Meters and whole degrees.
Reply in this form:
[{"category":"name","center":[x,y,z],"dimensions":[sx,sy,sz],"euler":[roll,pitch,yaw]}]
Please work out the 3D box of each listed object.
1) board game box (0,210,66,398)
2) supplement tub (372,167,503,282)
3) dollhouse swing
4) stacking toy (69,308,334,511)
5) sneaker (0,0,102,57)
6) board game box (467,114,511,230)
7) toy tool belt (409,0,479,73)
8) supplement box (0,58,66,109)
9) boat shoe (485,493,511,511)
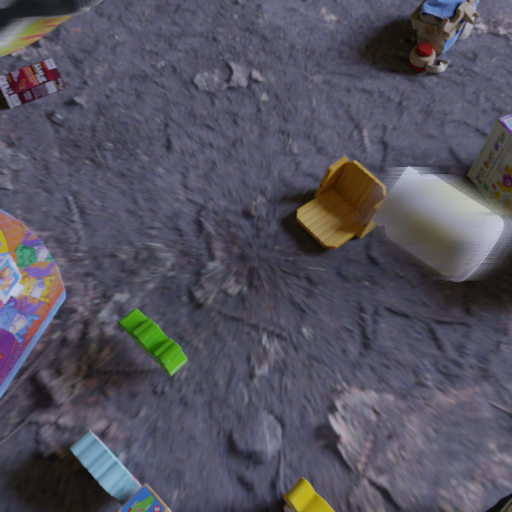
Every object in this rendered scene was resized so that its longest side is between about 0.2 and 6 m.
[{"category":"board game box","center":[-5.278,1.029,7.305],"dimensions":[4.089,1.008,5.175],"euler":[21,62,11]},{"category":"supplement tub","center":[1.692,-0.310,5.294],"dimensions":[1.015,0.736,0.736],"euler":[35,66,10]},{"category":"dollhouse swing","center":[1.258,-0.782,8.439],"dimensions":[0.907,0.938,1.032],"euler":[-25,62,-37]},{"category":"stacking toy","center":[-1.280,2.879,6.403],"dimensions":[2.999,0.935,3.977],"euler":[-40,66,-22]},{"category":"sneaker","center":[-2.637,-3.030,6.526],"dimensions":[2.408,0.941,1.087],"euler":[-26,19,1]},{"category":"board game box","center":[4.572,-0.865,8.167],"dimensions":[1.325,1.349,2.573],"euler":[-22,63,-12]},{"category":"toy tool belt","center":[3.423,-4.391,10.247],"dimensions":[1.182,1.163,1.893],"euler":[29,65,15]},{"category":"supplement box","center":[-4.018,-3.089,10.008],"dimensions":[1.031,0.314,0.561],"euler":[-26,64,-15]},{"category":"boat shoe","center":[2.349,3.556,5.918],"dimensions":[3.184,0.991,1.188],"euler":[-41,63,-4]}]
